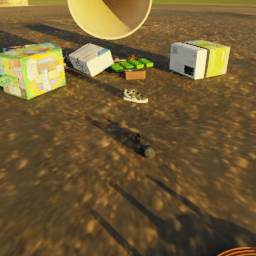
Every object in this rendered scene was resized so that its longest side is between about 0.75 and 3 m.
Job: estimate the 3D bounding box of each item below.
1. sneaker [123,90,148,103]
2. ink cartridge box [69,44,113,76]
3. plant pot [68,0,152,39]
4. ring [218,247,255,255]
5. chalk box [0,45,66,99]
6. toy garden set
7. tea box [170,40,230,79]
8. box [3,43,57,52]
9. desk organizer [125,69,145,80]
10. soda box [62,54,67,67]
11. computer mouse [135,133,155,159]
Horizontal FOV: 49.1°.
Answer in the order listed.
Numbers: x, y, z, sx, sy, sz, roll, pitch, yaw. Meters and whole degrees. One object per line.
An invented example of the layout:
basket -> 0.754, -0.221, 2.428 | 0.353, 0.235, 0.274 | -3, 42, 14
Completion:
sneaker -> 0.243, -1.069, 9.308 | 0.844, 0.335, 0.331 | 11, 29, 17
ink cartridge box -> -1.615, -2.980, 12.146 | 1.190, 0.687, 1.630 | -37, 41, -20
plant pot -> -0.434, -3.388, 6.589 | 1.789, 1.789, 1.910 | -2, 48, -3
ring -> 1.827, 2.249, 3.307 | 2.040, 0.196, 2.040 | 0, 28, 0
chalk box -> -3.555, -1.973, 9.820 | 1.424, 1.417, 2.288 | 18, 32, 30
toy garden set -> -0.026, -2.831, 12.582 | 1.783, 0.356, 1.486 | -14, 33, -23
tea box -> 2.995, -2.950, 11.880 | 1.723, 1.170, 1.752 | -14, 31, -26
box -> -4.843, -3.763, 13.992 | 2.466, 0.606, 1.015 | -13, 31, -23
desk organizer -> 0.284, -2.181, 11.372 | 0.808, 0.311, 0.290 | -5, 29, -10
soda box -> -3.604, -3.110, 12.908 | 1.548, 0.490, 0.548 | -3, 29, -7
computer mouse -> 0.391, 0.380, 6.766 | 0.330, 0.192, 1.127 | -8, 29, -12
